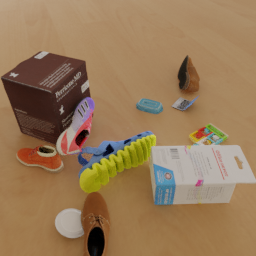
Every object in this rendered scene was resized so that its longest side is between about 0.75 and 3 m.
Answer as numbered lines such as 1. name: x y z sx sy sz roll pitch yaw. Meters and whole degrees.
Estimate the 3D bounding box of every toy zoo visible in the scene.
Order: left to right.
1. toy zoo: 2.817 0.344 10.029 1.337 0.137 0.877 -25 47 -26

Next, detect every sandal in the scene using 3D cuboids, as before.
1. sandal: -0.406 0.767 8.816 2.944 1.170 1.282 -24 46 -26

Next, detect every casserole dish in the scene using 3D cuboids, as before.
1. casserole dish: 0.878 -0.924 11.406 1.152 0.224 0.698 16 44 19

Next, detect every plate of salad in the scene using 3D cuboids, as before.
1. plate of salad: -1.494 2.549 7.465 0.900 0.216 0.900 15 34 -11

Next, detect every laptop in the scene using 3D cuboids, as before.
1. laptop: 2.340 -1.103 11.399 0.847 0.491 0.793 25 47 25

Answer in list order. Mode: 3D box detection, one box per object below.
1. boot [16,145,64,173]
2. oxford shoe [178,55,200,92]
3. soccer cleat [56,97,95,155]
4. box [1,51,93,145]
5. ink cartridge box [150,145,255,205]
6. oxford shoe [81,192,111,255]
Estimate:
1. boot: -2.892 0.818 8.943 1.679 0.900 0.630 11 46 16
2. oxford shoe: 2.822 -2.436 12.804 0.875 0.876 2.455 18 46 -11
3. soccer cleat: -1.459 -0.097 9.066 0.847 0.789 2.315 -1 48 28
4. box: -2.666 -1.018 9.822 2.009 2.447 2.030 17 46 19
5. ink cartridge box: 2.077 1.345 8.275 2.732 0.927 1.573 -1 39 -1
6. oxford shoe: -0.778 2.458 7.101 0.804 0.803 2.253 3 40 -12
